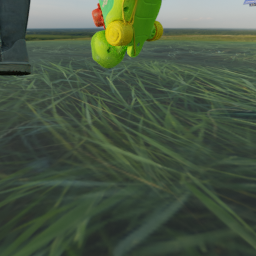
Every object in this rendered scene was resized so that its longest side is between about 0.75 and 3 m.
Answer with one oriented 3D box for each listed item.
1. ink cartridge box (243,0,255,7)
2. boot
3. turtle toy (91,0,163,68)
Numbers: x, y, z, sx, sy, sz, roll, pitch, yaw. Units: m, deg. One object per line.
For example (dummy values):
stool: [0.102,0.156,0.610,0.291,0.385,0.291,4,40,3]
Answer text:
ink cartridge box: [2.319,-2.197,4.216,0.725,0.255,1.216,16,61,41]
boot: [-3.672,-2.785,7.011,2.612,2.873,1.043,-5,4,-32]
turtle toy: [-0.085,-2.838,7.123,1.502,2.972,2.166,33,33,21]
